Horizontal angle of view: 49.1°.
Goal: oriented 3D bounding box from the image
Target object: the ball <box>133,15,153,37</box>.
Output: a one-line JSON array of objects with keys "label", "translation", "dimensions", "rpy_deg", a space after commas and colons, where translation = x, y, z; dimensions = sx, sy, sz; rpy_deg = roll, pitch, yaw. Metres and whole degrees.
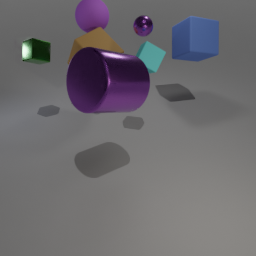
[{"label": "ball", "translation": [0.532, -3.554, 9.775], "dimensions": [0.700, 0.700, 0.700], "rpy_deg": [0, 31, 0]}]

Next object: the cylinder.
[{"label": "cylinder", "translation": [-0.448, -1.047, 6.433], "dimensions": [1.400, 1.400, 1.400], "rpy_deg": [28, 22, 37]}]

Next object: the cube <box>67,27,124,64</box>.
[{"label": "cube", "translation": [-1.276, -2.757, 10.923], "dimensions": [1.400, 1.400, 1.400], "rpy_deg": [46, 56, 4]}]

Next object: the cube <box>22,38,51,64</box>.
[{"label": "cube", "translation": [-3.200, -2.665, 9.803], "dimensions": [0.700, 0.700, 0.700], "rpy_deg": [3, 2, 43]}]

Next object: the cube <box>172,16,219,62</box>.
[{"label": "cube", "translation": [2.787, -3.659, 11.704], "dimensions": [1.400, 1.400, 1.400], "rpy_deg": [0, 1, -22]}]

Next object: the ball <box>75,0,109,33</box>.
[{"label": "ball", "translation": [-1.473, -4.617, 11.538], "dimensions": [1.400, 1.400, 1.400], "rpy_deg": [0, 31, 0]}]

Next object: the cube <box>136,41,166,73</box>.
[{"label": "cube", "translation": [0.641, -2.189, 8.757], "dimensions": [0.700, 0.700, 0.700], "rpy_deg": [26, 3, -13]}]
